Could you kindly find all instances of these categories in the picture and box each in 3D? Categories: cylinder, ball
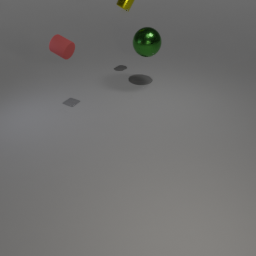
[{"bbox_3d":[-2.468,-3.037,10.502,0.700,0.700,0.700,31,40,11],"label":"cylinder"},{"bbox_3d":[0.920,-4.143,13.539,1.400,1.400,1.400,0,33,0],"label":"ball"},{"bbox_3d":[-0.105,-6.076,13.425,0.700,0.700,0.700,27,22,-12],"label":"cylinder"}]
